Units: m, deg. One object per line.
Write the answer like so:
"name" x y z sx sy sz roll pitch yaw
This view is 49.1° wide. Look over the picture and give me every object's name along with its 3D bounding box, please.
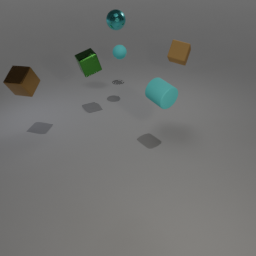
"cube" -1.501 -2.475 10.589 0.700 0.700 0.700 -27 41 -8
"cube" -3.392 -1.501 8.998 0.700 0.700 0.700 8 63 19
"ball" -0.418 -3.780 13.946 0.700 0.700 0.700 0 30 0
"cylinder" 0.976 -1.013 8.172 0.700 0.700 0.700 -21 46 -32
"cube" 2.002 -2.932 10.925 0.700 0.700 0.700 20 3 14
"ball" -0.431 -3.863 10.012 0.700 0.700 0.700 0 30 0
